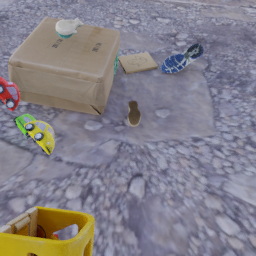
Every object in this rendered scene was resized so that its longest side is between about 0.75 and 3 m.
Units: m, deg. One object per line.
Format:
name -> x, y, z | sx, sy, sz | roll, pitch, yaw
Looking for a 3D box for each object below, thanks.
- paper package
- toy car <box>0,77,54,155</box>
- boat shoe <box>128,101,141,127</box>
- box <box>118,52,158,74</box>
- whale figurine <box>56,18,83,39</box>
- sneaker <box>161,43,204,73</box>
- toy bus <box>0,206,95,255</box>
paper package -> -1.772, -1.986, 8.745 | 2.743, 1.489, 2.878 | 11, 44, 0
toy car -> -2.419, -0.217, 6.671 | 0.469, 1.980, 2.105 | -40, 92, -21
boat shoe -> 0.187, -0.352, 7.969 | 0.367, 0.332, 1.029 | -2, 43, 3
box -> 0.341, -2.411, 10.308 | 1.224, 0.130, 1.001 | -13, 49, -14
whale figurine -> -1.642, -2.792, 7.857 | 0.788, 0.409, 0.627 | -37, 71, -29
sneaker -> 1.930, -2.376, 10.032 | 1.615, 0.688, 0.622 | -26, 87, 0
toy bus -> -1.049, 2.285, 3.604 | 1.261, 2.441, 2.303 | 5, 48, 8
